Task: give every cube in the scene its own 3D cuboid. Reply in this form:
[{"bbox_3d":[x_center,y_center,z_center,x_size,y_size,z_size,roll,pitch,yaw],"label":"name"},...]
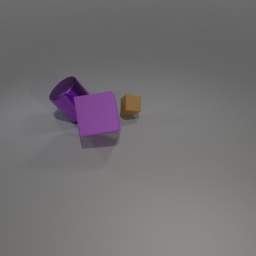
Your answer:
[{"bbox_3d":[0.117,-0.998,12.091,0.700,0.700,0.700,4,-11,-20],"label":"cube"},{"bbox_3d":[-1.080,-0.471,10.324,1.400,1.400,1.400,-9,-2,1],"label":"cube"}]

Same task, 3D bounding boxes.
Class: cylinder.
[{"bbox_3d":[-2.334,-1.205,11.810,1.400,1.400,1.400,-25,38,21],"label":"cylinder"}]
